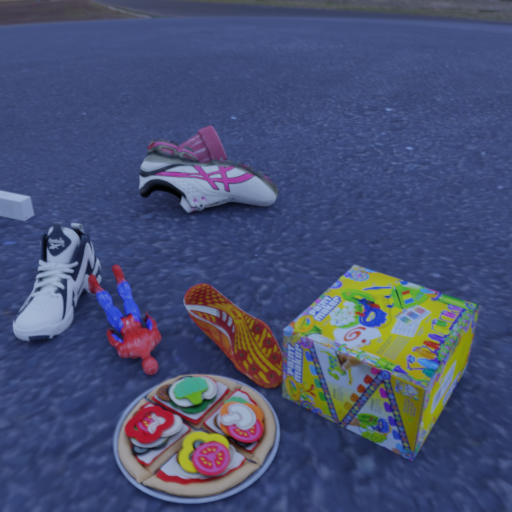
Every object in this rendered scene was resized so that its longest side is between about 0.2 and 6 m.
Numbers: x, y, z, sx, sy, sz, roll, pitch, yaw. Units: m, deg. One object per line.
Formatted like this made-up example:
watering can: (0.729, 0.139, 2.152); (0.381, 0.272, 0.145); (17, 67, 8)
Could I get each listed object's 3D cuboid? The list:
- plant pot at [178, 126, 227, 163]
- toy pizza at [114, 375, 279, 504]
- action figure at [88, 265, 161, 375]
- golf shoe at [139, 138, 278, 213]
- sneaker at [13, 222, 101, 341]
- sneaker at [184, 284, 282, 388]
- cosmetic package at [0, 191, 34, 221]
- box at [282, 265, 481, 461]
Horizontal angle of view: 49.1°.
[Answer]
plant pot: (-1.548, -2.530, 14.959); (1.352, 1.511, 1.511); (-23, 34, -8)
toy pizza: (-0.789, 2.286, 7.507); (2.209, 0.350, 2.209); (0, 30, 0)
action figure: (-2.144, 1.098, 9.358); (0.806, 0.637, 2.465); (-19, 39, -20)
golf shoe: (-1.188, -1.661, 13.819); (3.416, 1.573, 1.240); (15, -13, 0)
sneaker: (-3.541, 0.266, 9.815); (0.959, 1.563, 2.402); (9, 31, 16)
sneaker: (-0.287, 1.262, 8.922); (0.793, 0.838, 2.172); (-39, 59, -13)
cosmetic package: (-5.890, -1.211, 13.447); (1.014, 0.514, 0.361); (13, 32, 19)
box: (1.799, 1.379, 8.127); (2.054, 1.301, 2.133); (20, 36, 31)
